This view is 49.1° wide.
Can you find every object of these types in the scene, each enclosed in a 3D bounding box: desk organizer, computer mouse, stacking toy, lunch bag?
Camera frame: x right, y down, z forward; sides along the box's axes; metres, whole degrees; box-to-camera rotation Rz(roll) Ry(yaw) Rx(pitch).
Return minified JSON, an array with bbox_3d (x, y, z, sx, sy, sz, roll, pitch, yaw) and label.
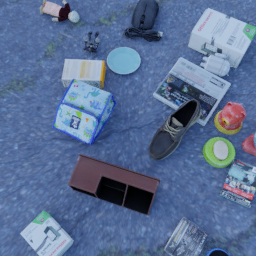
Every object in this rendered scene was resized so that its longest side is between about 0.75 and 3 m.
[{"bbox_3d":[-0.459,1.935,9.530,2.890,1.036,1.113,17,68,8],"label":"desk organizer"},{"bbox_3d":[0.859,-5.262,13.112,1.751,0.666,2.528,8,65,5],"label":"computer mouse"},{"bbox_3d":[4.213,0.497,10.125,2.737,1.156,2.478,33,69,15],"label":"stacking toy"},{"bbox_3d":[-1.679,-0.576,10.624,1.750,1.312,2.058,24,80,12],"label":"lunch bag"}]

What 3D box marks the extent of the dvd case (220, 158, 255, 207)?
[{"bbox_3d":[3.978,1.906,9.827,1.039,0.157,1.423,21,79,15],"label":"dvd case"}]

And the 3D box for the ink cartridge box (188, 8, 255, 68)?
[{"bbox_3d":[4.126,-3.978,12.314,2.383,1.002,1.739,29,68,13],"label":"ink cartridge box"}]

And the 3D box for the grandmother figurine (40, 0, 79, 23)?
[{"bbox_3d":[-3.178,-5.535,13.345,1.900,0.575,1.152,24,93,8],"label":"grandmother figurine"}]

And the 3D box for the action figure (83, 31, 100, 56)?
[{"bbox_3d":[-1.626,-3.819,12.473,0.724,0.621,1.218,7,63,-7],"label":"action figure"}]

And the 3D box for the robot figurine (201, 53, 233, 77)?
[{"bbox_3d":[3.725,-2.617,11.814,1.266,0.715,1.074,24,109,12],"label":"robot figurine"}]

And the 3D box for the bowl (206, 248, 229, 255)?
[{"bbox_3d":[2.891,4.278,8.887,0.846,0.166,0.846,0,65,0],"label":"bowl"}]

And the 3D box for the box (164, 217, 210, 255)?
[{"bbox_3d":[1.901,3.703,9.080,0.989,0.302,1.248,31,69,14],"label":"box"}]

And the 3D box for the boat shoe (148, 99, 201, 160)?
[{"bbox_3d":[1.673,-0.051,10.330,1.025,1.009,2.752,34,78,22],"label":"boat shoe"}]

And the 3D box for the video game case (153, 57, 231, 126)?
[{"bbox_3d":[2.620,-1.555,11.510,2.413,0.282,2.194,32,73,13],"label":"video game case"}]

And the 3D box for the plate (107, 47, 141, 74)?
[{"bbox_3d":[-0.186,-2.922,12.278,1.465,0.187,1.465,0,66,0],"label":"plate"}]

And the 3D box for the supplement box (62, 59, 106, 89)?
[{"bbox_3d":[-1.831,-2.259,11.718,1.680,0.618,1.059,3,65,2],"label":"supplement box"}]

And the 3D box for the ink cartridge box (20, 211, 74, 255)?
[{"bbox_3d":[-2.575,3.526,9.013,1.358,0.571,0.991,39,71,17],"label":"ink cartridge box"}]
